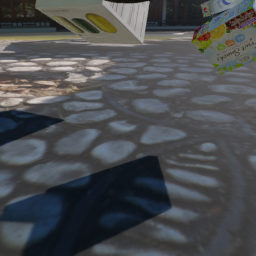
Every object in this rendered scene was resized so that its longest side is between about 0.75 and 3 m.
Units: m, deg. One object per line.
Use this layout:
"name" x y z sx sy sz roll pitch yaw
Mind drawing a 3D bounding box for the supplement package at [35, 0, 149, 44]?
"supplement package" -0.850 -3.968 8.285 2.135 2.119 2.813 8 0 23

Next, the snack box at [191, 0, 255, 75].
"snack box" 2.377 -1.957 6.157 1.467 1.237 0.496 -17 44 48

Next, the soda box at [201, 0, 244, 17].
"soda box" 2.212 -2.890 6.474 0.985 0.313 0.336 -23 18 -10

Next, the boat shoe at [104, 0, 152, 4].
"boat shoe" 0.606 -1.888 2.310 2.268 0.838 0.858 -21 -22 17
